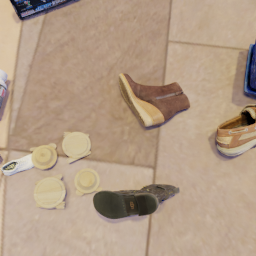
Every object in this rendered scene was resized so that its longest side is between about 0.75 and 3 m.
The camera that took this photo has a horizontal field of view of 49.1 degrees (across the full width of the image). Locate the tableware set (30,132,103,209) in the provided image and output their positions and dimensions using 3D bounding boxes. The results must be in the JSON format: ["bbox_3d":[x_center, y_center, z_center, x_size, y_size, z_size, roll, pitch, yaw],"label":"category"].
[{"bbox_3d":[-1.819,1.154,8.004,1.848,0.257,2.212,-12,68,-12],"label":"tableware set"}]

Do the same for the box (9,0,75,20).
[{"bbox_3d":[-2.788,-4.816,9.156,2.520,2.003,0.580,-24,73,-8],"label":"box"}]

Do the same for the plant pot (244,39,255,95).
[{"bbox_3d":[4.638,-1.934,8.244,2.113,1.900,2.113,13,73,4],"label":"plant pot"}]

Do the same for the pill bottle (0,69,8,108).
[{"bbox_3d":[-4.209,-1.060,8.510,0.845,0.845,1.459,8,71,3],"label":"pill bottle"}]

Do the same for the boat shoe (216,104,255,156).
[{"bbox_3d":[3.681,-0.191,7.979,2.656,1.006,0.953,-29,116,-10],"label":"boat shoe"}]

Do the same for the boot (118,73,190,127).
[{"bbox_3d":[0.783,-1.088,8.704,1.661,0.722,1.996,-26,74,-18],"label":"boot"}]

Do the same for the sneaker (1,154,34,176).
[{"bbox_3d":[-3.077,1.043,8.039,1.105,0.391,0.403,-28,74,-10],"label":"sneaker"}]

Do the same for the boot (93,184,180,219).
[{"bbox_3d":[0.250,1.789,7.214,1.897,1.651,0.657,-4,89,23],"label":"boot"}]
